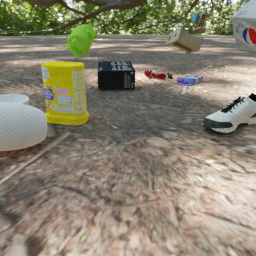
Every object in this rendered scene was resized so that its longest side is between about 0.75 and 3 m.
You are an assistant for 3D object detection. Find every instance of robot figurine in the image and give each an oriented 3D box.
[{"bbox_3d":[-1.571,-2.967,9.423,0.764,1.159,1.321,35,42,-21],"label":"robot figurine"}]

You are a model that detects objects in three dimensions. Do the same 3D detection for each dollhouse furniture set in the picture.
[{"bbox_3d":[2.305,-3.772,10.806,1.019,1.446,1.014,18,-1,-20],"label":"dollhouse furniture set"}]

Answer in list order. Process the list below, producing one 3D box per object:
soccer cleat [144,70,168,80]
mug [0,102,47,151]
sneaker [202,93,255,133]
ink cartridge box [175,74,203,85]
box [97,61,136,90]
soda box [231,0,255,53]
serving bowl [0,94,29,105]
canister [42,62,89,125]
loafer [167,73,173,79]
[{"bbox_3d":[1.508,-2.857,15.071,1.340,0.460,0.571,14,15,26],"label":"soccer cleat"},{"bbox_3d":[-3.007,-0.002,7.359,1.461,1.230,1.666,-2,-10,-32],"label":"mug"},{"bbox_3d":[3.247,-0.510,8.692,2.420,0.968,0.892,-16,29,-30],"label":"sneaker"},{"bbox_3d":[3.135,-2.478,14.296,0.907,0.319,1.520,15,28,33],"label":"ink cartridge box"},{"bbox_3d":[-0.622,-2.638,13.783,1.735,0.969,2.458,1,23,-5],"label":"box"},{"bbox_3d":[2.725,-2.148,4.851,2.016,0.688,0.639,-40,39,-14],"label":"soda box"},{"bbox_3d":[-4.251,-0.687,9.616,1.680,0.553,1.680,1,23,0],"label":"serving bowl"},{"bbox_3d":[-2.000,-1.120,8.946,1.384,1.864,0.807,5,23,10],"label":"canister"},{"bbox_3d":[2.196,-2.876,15.267,0.273,0.271,0.751,-13,25,-27],"label":"loafer"}]
